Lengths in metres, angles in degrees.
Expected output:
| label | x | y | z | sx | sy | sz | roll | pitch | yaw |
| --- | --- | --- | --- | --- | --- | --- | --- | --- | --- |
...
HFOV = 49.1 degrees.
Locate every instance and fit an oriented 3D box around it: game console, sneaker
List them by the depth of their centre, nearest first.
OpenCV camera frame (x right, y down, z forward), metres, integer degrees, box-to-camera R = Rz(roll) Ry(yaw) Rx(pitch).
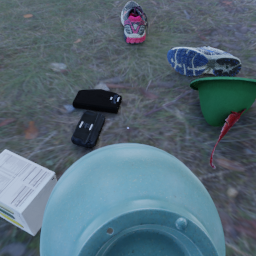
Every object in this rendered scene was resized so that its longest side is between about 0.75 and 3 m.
| label | x | y | z | sx | sy | sz | roll | pitch | yaw |
| --- | --- | --- | --- | --- | --- | --- | --- | --- | --- |
| game console | -1.033 | -0.357 | 7.869 | 1.334 | 0.273 | 2.262 | 9 | 45 | 9 |
| sneaker | 2.501 | -2.286 | 9.443 | 2.399 | 0.924 | 1.022 | 12 | 37 | 2 |
| sneaker | 0.309 | -4.511 | 11.357 | 1.115 | 1.032 | 2.765 | -3 | 45 | -3 |

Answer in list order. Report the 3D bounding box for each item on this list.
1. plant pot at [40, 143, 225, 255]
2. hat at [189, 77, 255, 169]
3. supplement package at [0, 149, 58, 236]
| label | x | y | z | sx | sy | sz | roll | pitch | yaw |
| --- | --- | --- | --- | --- | --- | --- | --- | --- | --- |
| plant pot | 0.091 | 1.255 | 2.888 | 2.147 | 1.439 | 2.147 | 0 | 89 | -7 |
| hat | 2.548 | -0.110 | 7.526 | 2.485 | 2.187 | 2.058 | 6 | -2 | -28 |
| supplement package | -2.224 | 1.302 | 5.734 | 1.316 | 0.999 | 0.991 | 20 | 49 | 19 |
